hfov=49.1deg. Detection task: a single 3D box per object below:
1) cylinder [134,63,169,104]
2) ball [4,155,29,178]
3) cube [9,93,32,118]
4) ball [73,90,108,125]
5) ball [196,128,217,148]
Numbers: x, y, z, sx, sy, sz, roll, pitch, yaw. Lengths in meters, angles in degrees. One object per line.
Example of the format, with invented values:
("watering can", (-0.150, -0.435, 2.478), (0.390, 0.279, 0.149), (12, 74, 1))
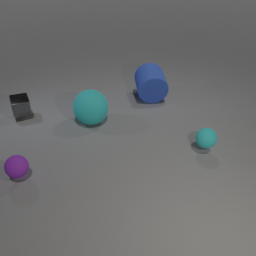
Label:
("cylinder", (1.070, -2.097, 13.076), (1.400, 1.400, 1.400), (-3, 42, -5))
("ball", (-3.325, 1.152, 8.360), (0.700, 0.700, 0.700), (0, 31, 0))
("cube", (-4.422, -0.935, 11.513), (0.700, 0.700, 0.700), (-13, 45, -22))
("ball", (-1.489, -0.829, 11.190), (1.400, 1.400, 1.400), (0, 31, 0))
("ball", (2.654, 0.337, 9.477), (0.700, 0.700, 0.700), (0, 31, 0))
